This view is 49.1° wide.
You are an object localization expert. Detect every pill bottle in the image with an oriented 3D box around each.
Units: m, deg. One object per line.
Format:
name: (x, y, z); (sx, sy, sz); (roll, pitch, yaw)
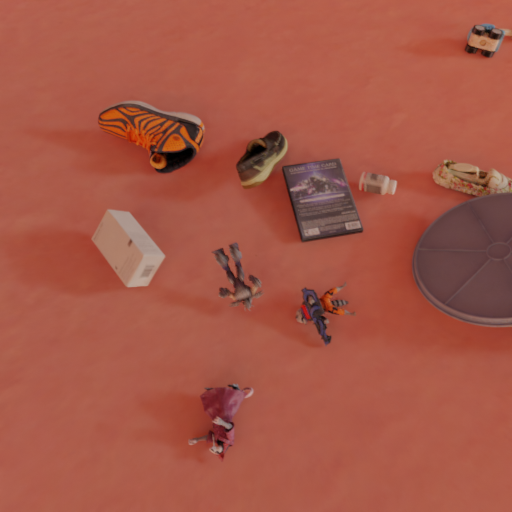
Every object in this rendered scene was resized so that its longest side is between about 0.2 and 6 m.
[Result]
pill bottle: (2.709, -1.597, 12.475); (0.761, 0.422, 0.422); (15, 56, 20)

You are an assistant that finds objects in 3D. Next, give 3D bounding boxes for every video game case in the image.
video game case: (1.432, -1.252, 12.280); (1.365, 0.181, 1.910); (-9, 63, -8)

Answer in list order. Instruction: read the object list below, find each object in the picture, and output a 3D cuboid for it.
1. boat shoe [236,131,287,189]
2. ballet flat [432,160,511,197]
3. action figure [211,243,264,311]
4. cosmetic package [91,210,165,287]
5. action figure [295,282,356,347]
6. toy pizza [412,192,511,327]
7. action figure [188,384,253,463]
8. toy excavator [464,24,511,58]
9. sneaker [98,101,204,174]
boat shoe: (0.137, -2.336, 12.630); (0.777, 0.688, 2.122); (-10, 35, 28)
ballet flat: (4.956, -1.690, 12.482); (1.975, 0.631, 0.747); (12, 57, 8)
action figure: (-0.376, 0.449, 10.691); (0.863, 0.460, 1.326); (-22, 89, 6)
cosmetic package: (-2.574, -0.165, 11.199); (1.479, 0.835, 0.600); (44, 24, 27)
action figure: (1.303, 1.120, 10.718); (1.128, 0.610, 1.166); (-14, 83, -2)
toy pizza: (4.739, 0.062, 10.887); (3.316, 0.525, 3.316); (-17, 44, 16)
action figure: (-0.574, 2.844, 9.488); (0.926, 0.833, 1.244); (16, 58, -39)
toy excavator: (6.627, -6.132, 15.586); (1.376, 0.707, 1.416); (19, 49, 12)
sneaker: (-2.542, -2.736, 12.988); (2.551, 0.990, 1.429); (6, 54, 4)
